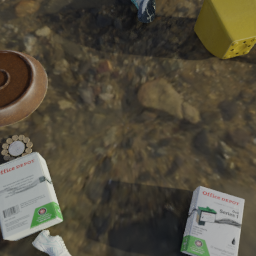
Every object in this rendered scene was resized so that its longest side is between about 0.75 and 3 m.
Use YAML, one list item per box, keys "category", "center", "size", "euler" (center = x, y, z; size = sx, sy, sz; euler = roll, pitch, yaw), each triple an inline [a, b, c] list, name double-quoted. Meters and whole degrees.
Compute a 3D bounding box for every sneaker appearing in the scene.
- category: "sneaker"
  center: [0.529, -4.867, 10.666]
  size: [1.044, 0.939, 2.418]
  euler: [1, 59, 16]
- category: "sneaker"
  center: [-1.779, 3.023, 7.048]
  size: [1.264, 0.445, 0.507]
  euler: [27, 65, 13]

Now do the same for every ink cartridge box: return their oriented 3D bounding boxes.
- category: "ink cartridge box"
  center: [2.163, 2.482, 7.148]
  size: [1.228, 0.709, 1.681]
  euler: [15, 66, 7]
- category: "ink cartridge box"
  center: [-2.694, 1.785, 7.429]
  size: [1.381, 0.783, 1.884]
  euler: [-20, 67, -9]

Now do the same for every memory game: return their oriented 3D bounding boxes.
- category: "memory game"
  center: [-3.331, 0.623, 8.392]
  size: [0.923, 0.059, 0.923]
  euler: [0, 65, 0]

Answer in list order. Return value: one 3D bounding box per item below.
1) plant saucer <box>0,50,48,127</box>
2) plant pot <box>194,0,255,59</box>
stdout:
- category: "plant saucer"
  center: [-4.183, -1.462, 9.145]
  size: [2.995, 0.516, 2.995]
  euler: [0, 65, -1]
- category: "plant pot"
  center: [3.463, -3.368, 9.464]
  size: [1.680, 1.669, 1.718]
  euler: [-14, 71, -7]
